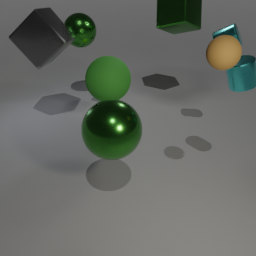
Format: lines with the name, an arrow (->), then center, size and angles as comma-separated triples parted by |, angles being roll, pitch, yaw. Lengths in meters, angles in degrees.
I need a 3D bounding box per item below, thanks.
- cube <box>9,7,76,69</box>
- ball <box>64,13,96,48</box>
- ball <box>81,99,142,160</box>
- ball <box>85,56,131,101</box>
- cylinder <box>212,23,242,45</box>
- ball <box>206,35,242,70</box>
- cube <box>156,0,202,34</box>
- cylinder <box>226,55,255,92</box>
cube -> -2.932, -3.153, 9.786 | 1.400, 1.400, 1.400 | -36, 17, 19
ball -> -2.043, -4.140, 11.891 | 1.400, 1.400, 1.400 | 0, 30, 0
ball -> -0.370, 0.038, 6.456 | 1.400, 1.400, 1.400 | 0, 30, 0
ball -> -0.607, -1.490, 8.586 | 1.400, 1.400, 1.400 | 0, 30, 0
cylinder -> 3.108, -2.789, 8.759 | 0.700, 0.700, 0.700 | -17, 19, 33
ball -> 1.965, -1.547, 5.763 | 0.700, 0.700, 0.700 | 0, 30, 0
cube -> 2.157, -4.880, 11.791 | 1.400, 1.400, 1.400 | 5, 6, 40
cylinder -> 2.848, -1.367, 7.018 | 0.700, 0.700, 0.700 | -15, 28, 8
